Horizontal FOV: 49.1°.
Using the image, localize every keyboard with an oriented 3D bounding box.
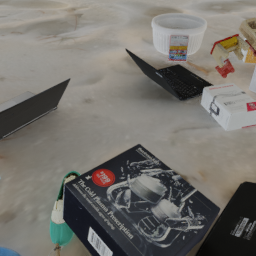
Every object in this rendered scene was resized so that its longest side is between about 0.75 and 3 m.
[{"bbox_3d":[2.266,2.009,5.045,1.386,0.528,2.663,4,32,45],"label":"keyboard"}]

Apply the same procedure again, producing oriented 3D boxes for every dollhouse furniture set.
[{"bbox_3d":[2.038,-1.444,4.764,1.608,0.865,0.654,-22,67,-10],"label":"dollhouse furniture set"}]

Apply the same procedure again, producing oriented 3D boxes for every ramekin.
[{"bbox_3d":[2.127,-3.991,12.006,2.291,1.203,2.291,0,37,0],"label":"ramekin"}]

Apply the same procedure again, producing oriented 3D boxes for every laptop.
[{"bbox_3d":[1.453,-1.963,9.348,2.441,1.261,2.163,-19,42,-23],"label":"laptop"},{"bbox_3d":[-3.074,-0.721,7.672,2.331,1.351,2.182,26,44,30],"label":"laptop"}]

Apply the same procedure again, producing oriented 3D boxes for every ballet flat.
[{"bbox_3d":[-1.224,1.463,5.482,0.538,0.562,1.598,-3,37,7],"label":"ballet flat"}]

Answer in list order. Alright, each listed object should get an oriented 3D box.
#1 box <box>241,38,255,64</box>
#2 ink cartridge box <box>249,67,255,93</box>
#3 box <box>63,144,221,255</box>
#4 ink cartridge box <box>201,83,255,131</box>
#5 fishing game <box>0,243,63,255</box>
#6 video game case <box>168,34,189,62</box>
[{"bbox_3d":[5.541,-3.185,11.037,1.785,1.110,0.870,4,38,6],"label":"box"},{"bbox_3d":[5.160,-2.128,9.089,2.076,1.822,0.870,-21,43,-24],"label":"ink cartridge box"},{"bbox_3d":[0.170,1.465,4.798,1.781,1.018,1.956,-25,51,-39],"label":"box"},{"bbox_3d":[2.977,-0.657,8.176,1.072,0.615,1.476,-11,39,-13],"label":"ink cartridge box"},{"bbox_3d":[-2.328,2.619,4.120,2.794,0.434,2.001,-10,42,-11],"label":"fishing game"},{"bbox_3d":[1.995,-3.146,11.051,0.739,1.034,0.090,3,28,3],"label":"video game case"}]
